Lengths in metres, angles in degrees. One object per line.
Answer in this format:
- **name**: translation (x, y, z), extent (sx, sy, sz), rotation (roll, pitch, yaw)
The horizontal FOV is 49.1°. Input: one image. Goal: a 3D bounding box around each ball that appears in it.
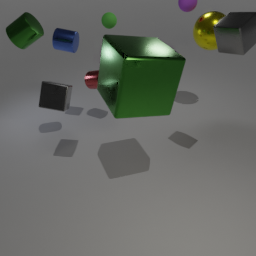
- **ball**: translation (2.220, -4.682, 10.396), extent (0.700, 0.700, 0.700), rotation (0, 32, 0)
- **ball**: translation (-0.851, -4.860, 12.663), extent (0.700, 0.700, 0.700), rotation (0, 32, 0)
- **ball**: translation (3.156, -3.645, 10.540), extent (1.400, 1.400, 1.400), rotation (0, 32, 0)

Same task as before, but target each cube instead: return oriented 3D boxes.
- **cube**: translation (2.541, -2.212, 6.536), extent (0.700, 0.700, 0.700), rotation (-42, 39, -19)
- **cube**: translation (0.215, -1.186, 6.359), extent (1.400, 1.400, 1.400), rotation (-5, 36, -23)
- **cube**: translation (-1.978, -0.883, 7.706), extent (0.700, 0.700, 0.700), rotation (10, 9, -3)

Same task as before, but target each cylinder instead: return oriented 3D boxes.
- **cylinder**: translation (-2.058, -2.908, 9.317), extent (0.700, 0.700, 0.700), rotation (12, 33, 4)
- **cylinder**: translation (-1.164, -1.837, 10.632), extent (0.700, 0.700, 0.700), rotation (3, 27, 39)
- **cylinder**: translation (-2.738, -2.580, 7.458), extent (0.700, 0.700, 0.700), rotation (-29, 27, 18)
